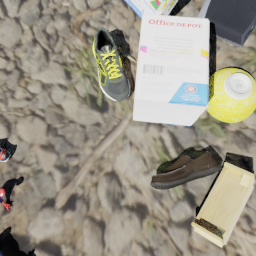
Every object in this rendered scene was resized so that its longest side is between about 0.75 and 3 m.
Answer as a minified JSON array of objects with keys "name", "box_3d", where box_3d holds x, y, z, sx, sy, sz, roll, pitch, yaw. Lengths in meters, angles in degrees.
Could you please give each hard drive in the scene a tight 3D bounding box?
[{"name":"hard drive","box_3d":[3.154,-3.723,8.074,1.658,0.520,2.458,28,83,8]}]

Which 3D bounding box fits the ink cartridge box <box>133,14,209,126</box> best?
[{"name":"ink cartridge box","box_3d":[1.034,-1.516,7.001,1.610,1.569,2.505,6,74,1]}]

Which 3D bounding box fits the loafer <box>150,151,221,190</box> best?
[{"name":"loafer","box_3d":[1.336,1.015,6.816,1.800,0.657,0.642,-13,70,-14]}]

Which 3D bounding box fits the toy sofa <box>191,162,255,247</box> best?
[{"name":"toy sofa","box_3d":[2.263,1.790,6.581,0.736,0.867,1.777,24,74,33]}]

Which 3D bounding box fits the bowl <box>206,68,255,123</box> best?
[{"name":"bowl","box_3d":[2.751,-0.968,7.252,1.515,0.815,1.515,0,74,-1]}]

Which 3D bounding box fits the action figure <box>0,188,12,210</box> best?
[{"name":"action figure","box_3d":[-3.378,1.949,6.544,1.458,0.476,0.722,-33,100,4]}]

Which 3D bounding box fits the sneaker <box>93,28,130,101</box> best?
[{"name":"sneaker","box_3d":[-0.529,-1.690,7.421,0.774,0.880,2.080,-21,75,-5]}]

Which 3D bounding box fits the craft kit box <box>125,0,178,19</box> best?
[{"name":"craft kit box","box_3d":[0.694,-3.975,7.621,0.437,1.777,1.799,-15,62,-44]}]

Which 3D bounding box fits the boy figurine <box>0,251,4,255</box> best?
[{"name":"boy figurine","box_3d":[-2.729,3.386,6.118,1.122,0.582,1.805,-34,77,-9]}]

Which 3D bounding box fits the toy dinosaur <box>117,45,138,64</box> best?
[{"name":"toy dinosaur","box_3d":[-0.096,-2.026,7.892,0.800,0.190,0.353,44,72,8]}]

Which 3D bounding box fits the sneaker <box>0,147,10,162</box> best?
[{"name":"sneaker","box_3d":[-3.536,0.521,6.994,1.128,0.477,0.423,14,74,4]}]
